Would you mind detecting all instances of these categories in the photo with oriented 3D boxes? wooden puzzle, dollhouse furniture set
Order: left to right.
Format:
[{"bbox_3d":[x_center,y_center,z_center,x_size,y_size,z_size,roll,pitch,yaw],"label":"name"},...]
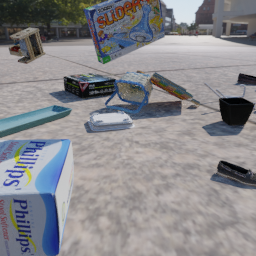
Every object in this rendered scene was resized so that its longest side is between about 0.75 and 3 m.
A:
[{"bbox_3d":[-3.313,-2.561,8.571,1.154,0.813,0.808,18,43,27],"label":"dollhouse furniture set"},{"bbox_3d":[1.610,-1.611,10.960,2.805,0.197,1.663,28,2,-3],"label":"wooden puzzle"}]

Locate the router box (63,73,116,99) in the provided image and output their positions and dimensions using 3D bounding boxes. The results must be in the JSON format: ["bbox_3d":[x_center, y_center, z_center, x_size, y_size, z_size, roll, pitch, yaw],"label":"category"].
[{"bbox_3d":[-1.818,-2.037,13.170,1.713,0.710,2.287,-13,23,-31],"label":"router box"}]

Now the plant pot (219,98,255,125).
[{"bbox_3d":[3.411,-0.516,8.949,0.826,0.733,0.824,-1,19,-6],"label":"plant pot"}]

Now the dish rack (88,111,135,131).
[{"bbox_3d":[-0.550,-0.258,8.896,1.377,0.300,1.182,-4,20,-15],"label":"dish rack"}]

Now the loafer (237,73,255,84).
[{"bbox_3d":[6.841,-2.656,15.120,1.739,0.548,0.625,5,21,14],"label":"loafer"}]

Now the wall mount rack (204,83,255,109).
[{"bbox_3d":[4.089,-1.327,11.131,1.802,0.773,2.074,-2,19,-6],"label":"wall mount rack"}]

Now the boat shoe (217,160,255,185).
[{"bbox_3d":[2.286,0.905,5.684,0.973,0.277,0.325,14,24,33],"label":"boat shoe"}]

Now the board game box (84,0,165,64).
[{"bbox_3d":[-0.008,-2.215,5.976,1.675,1.134,0.289,-30,39,-19],"label":"board game box"}]

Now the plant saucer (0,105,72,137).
[{"bbox_3d":[-3.128,-0.278,9.013,0.975,0.265,2.789,14,23,34],"label":"plant saucer"}]

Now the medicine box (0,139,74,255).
[{"bbox_3d":[-1.953,0.977,4.372,2.010,1.035,1.831,-2,20,-4],"label":"medicine box"}]

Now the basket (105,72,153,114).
[{"bbox_3d":[0.128,-1.287,10.654,1.520,1.199,1.724,16,53,32],"label":"basket"}]
